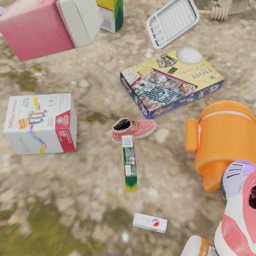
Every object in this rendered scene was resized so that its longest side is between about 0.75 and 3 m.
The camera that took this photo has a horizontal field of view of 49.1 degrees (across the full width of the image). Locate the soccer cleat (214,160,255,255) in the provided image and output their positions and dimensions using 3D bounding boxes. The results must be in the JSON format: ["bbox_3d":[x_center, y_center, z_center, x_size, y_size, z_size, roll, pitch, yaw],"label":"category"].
[{"bbox_3d":[2.155,1.126,4.736,0.997,1.069,2.922,30,27,12],"label":"soccer cleat"}]

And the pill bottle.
[{"bbox_3d":[2.200,3.350,5.301,2.699,1.514,1.514,24,60,15],"label":"pill bottle"}]

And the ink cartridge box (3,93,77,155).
[{"bbox_3d":[-2.340,-0.095,7.744,1.685,1.219,1.224,-4,57,-3],"label":"ink cartridge box"}]

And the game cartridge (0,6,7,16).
[{"bbox_3d":[-5.653,-4.400,11.149,1.062,0.322,1.593,26,60,20],"label":"game cartridge"}]

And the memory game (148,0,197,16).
[{"bbox_3d":[1.785,-4.457,11.082,2.013,0.128,2.013,-2,66,5],"label":"memory game"}]

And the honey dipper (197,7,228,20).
[{"bbox_3d":[2.641,-4.642,11.251,2.576,0.489,0.489,6,57,9],"label":"honey dipper"}]

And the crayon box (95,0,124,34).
[{"bbox_3d":[-1.045,-4.972,10.053,1.732,2.728,0.693,28,61,16],"label":"crayon box"}]

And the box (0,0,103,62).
[{"bbox_3d":[-1.692,-2.387,6.274,1.908,1.039,1.220,-9,43,18],"label":"box"}]

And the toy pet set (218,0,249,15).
[{"bbox_3d":[5.051,-5.885,11.364,2.724,1.549,2.918,-14,57,-9],"label":"toy pet set"}]

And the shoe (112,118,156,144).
[{"bbox_3d":[0.188,-0.019,8.039,1.404,0.638,0.501,-20,59,-12],"label":"shoe"}]

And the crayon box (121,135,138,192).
[{"bbox_3d":[0.026,0.918,7.211,0.333,0.987,1.144,-4,57,-3],"label":"crayon box"}]

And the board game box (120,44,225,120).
[{"bbox_3d":[1.400,-1.568,9.150,2.814,0.487,1.906,-24,60,-15],"label":"board game box"}]

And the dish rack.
[{"bbox_3d":[0.745,-1.727,4.600,0.856,0.186,0.735,-30,58,29],"label":"dish rack"}]

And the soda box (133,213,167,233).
[{"bbox_3d":[0.527,2.290,6.752,0.789,0.251,0.269,11,57,7],"label":"soda box"}]

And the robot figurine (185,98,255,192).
[{"bbox_3d":[2.558,0.396,7.261,1.884,1.527,2.619,-7,54,29],"label":"robot figurine"}]
